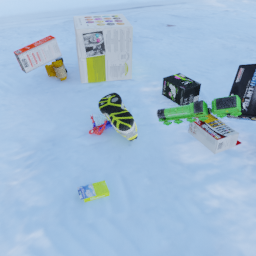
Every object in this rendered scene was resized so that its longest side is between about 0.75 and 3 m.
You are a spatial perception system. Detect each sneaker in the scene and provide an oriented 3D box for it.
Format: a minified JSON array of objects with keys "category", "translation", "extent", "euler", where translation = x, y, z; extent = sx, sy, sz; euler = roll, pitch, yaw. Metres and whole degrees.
[{"category":"sneaker","translation":[-0.426,-0.451,11.209],"extent":[1.033,1.047,2.740],"euler":[-26,41,-1]}]

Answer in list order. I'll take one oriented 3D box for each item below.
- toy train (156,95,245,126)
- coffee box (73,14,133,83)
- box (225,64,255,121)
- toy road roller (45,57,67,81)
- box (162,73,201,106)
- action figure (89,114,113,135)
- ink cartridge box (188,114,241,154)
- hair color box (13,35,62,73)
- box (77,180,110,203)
[{"category":"toy train","translation":[1.909,-0.478,7.822],"extent":[2.504,0.522,0.706],"euler":[-8,-17,33]},{"category":"coffee box","translation":[-1.365,-4.392,15.260],"extent":[2.835,2.866,2.862],"euler":[-7,35,-9]},{"category":"box","translation":[4.363,-1.201,9.321],"extent":[0.492,1.979,1.964],"euler":[28,-8,-36]},{"category":"toy road roller","translation":[-3.942,-3.154,15.277],"extent":[1.081,0.910,1.481],"euler":[-18,31,-4]},{"category":"box","translation":[2.508,-1.842,13.305],"extent":[1.114,0.932,1.500],"euler":[-21,41,-27]},{"category":"action figure","translation":[-0.888,-0.285,11.209],"extent":[1.686,0.835,0.550],"euler":[-29,44,-32]},{"category":"ink cartridge box","translation":[3.354,0.128,10.694],"extent":[1.388,0.663,1.581],"euler":[-16,37,-23]},{"category":"hair color box","translation":[-3.844,-3.185,12.037],"extent":[1.794,0.911,0.549],"euler":[-34,46,-24]},{"category":"box","translation":[-1.051,1.924,8.498],"extent":[0.893,0.213,0.545],"euler":[-12,37,-17]}]
